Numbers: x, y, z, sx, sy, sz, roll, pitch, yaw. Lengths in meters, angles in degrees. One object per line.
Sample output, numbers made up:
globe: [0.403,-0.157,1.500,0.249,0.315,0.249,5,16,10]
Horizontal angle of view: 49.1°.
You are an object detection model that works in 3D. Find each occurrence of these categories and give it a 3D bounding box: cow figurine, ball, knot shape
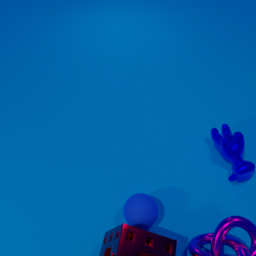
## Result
cow figurine: [2.518,0.632,6.754,0.681,1.220,1.240,-21,24,-3]
ball: [0.271,1.760,5.934,0.738,0.738,0.738,0,55,0]
knot shape: [1.813,2.366,5.392,1.309,0.647,1.399,1,51,37]

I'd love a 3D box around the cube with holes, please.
cube with holes: [0.100,2.485,5.033,1.062,1.062,1.062,22,56,-12]
